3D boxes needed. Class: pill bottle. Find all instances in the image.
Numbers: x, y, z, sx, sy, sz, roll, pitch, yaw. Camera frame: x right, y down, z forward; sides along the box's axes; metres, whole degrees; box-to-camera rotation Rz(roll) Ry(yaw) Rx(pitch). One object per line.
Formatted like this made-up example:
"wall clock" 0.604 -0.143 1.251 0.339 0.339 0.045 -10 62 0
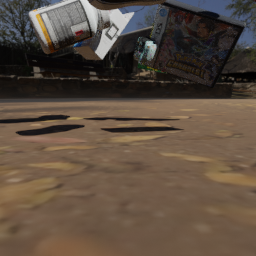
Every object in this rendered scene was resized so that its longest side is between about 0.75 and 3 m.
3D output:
"pill bottle" -1.704 -3.157 8.369 2.174 1.265 1.265 -23 12 -10

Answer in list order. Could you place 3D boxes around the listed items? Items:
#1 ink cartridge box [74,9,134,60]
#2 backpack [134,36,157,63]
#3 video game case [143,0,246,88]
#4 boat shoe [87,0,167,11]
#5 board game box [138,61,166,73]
"ink cartridge box" -0.852 -3.424 9.780 0.702 2.104 1.218 40 -12 -36
"backpack" 0.560 -2.545 9.289 0.607 0.791 0.696 38 33 16
"video game case" 2.035 -2.735 9.317 2.697 2.437 0.344 20 48 5
"boat shoe" 0.342 -3.015 5.533 2.548 0.914 0.864 -26 6 -33
"board game box" 0.974 -2.528 10.852 1.198 0.628 0.141 14 27 20
